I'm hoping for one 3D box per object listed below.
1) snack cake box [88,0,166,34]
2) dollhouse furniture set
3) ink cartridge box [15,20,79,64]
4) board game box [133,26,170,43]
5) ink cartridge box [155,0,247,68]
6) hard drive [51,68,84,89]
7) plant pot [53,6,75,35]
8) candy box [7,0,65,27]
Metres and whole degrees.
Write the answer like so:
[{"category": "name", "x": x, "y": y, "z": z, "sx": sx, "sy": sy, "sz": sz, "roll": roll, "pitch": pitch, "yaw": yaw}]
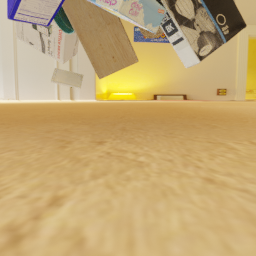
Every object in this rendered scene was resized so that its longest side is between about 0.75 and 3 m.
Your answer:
[{"category": "snack cake box", "x": -0.025, "y": -1.929, "z": 4.332, "sx": 0.759, "sy": 0.443, "sz": 1.320, "roll": 34, "pitch": 19, "yaw": 22}, {"category": "dollhouse furniture set", "x": 0.336, "y": -2.979, "z": 6.831, "sx": 2.587, "sy": 2.217, "sz": 2.721, "roll": -20, "pitch": 16, "yaw": 23}, {"category": "ink cartridge box", "x": -2.957, "y": -3.648, "z": 10.280, "sx": 2.240, "sy": 1.635, "sz": 0.941, "roll": 29, "pitch": 50, "yaw": 8}, {"category": "board game box", "x": 1.358, "y": -3.124, "z": 9.157, "sx": 1.834, "sy": 0.467, "sz": 2.710, "roll": 5, "pitch": 23, "yaw": 12}, {"category": "ink cartridge box", "x": 0.931, "y": -2.679, "z": 5.129, "sx": 1.411, "sy": 2.838, "sz": 0.556, "roll": -39, "pitch": 11, "yaw": -17}, {"category": "hard drive", "x": -1.590, "y": -1.306, "z": 7.372, "sx": 0.772, "sy": 0.509, "sz": 0.103, "roll": 12, "pitch": -40, "yaw": -10}, {"category": "plant pot", "x": -1.312, "y": -3.320, "z": 7.478, "sx": 1.179, "sy": 1.254, "sz": 1.254, "roll": -36, "pitch": 26, "yaw": -29}, {"category": "candy box", "x": -1.279, "y": -2.913, "z": 4.320, "sx": 0.802, "sy": 1.759, "sz": 2.081, "roll": 3, "pitch": -17, "yaw": -36}]
